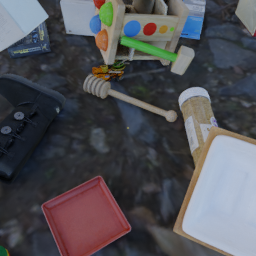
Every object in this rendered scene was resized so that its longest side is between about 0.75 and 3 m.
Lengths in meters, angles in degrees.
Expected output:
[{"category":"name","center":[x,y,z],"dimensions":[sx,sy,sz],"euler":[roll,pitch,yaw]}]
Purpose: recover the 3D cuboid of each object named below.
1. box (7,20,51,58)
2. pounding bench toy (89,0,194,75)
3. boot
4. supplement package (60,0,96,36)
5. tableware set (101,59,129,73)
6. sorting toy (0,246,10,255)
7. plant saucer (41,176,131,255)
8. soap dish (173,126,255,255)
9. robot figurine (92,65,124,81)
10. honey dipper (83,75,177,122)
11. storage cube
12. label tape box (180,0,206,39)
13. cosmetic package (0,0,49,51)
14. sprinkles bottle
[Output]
[{"category":"box","center":[-3.235,-2.973,9.063],"dimensions":[1.258,0.407,1.596],"euler":[-14,54,-9]},{"category":"pounding bench toy","center":[0.282,-2.627,7.656],"dimensions":[2.222,1.770,2.849],"euler":[-6,52,-21]},{"category":"boot","center":[-2.939,-0.088,6.708],"dimensions":[2.018,0.804,2.449],"euler":[17,59,15]},{"category":"supplement package","center":[-1.395,-4.196,9.523],"dimensions":[1.149,1.145,1.958],"euler":[7,53,5]},{"category":"tableware set","center":[-0.369,-1.975,8.207],"dimensions":[0.867,0.198,1.287],"euler":[7,39,24]},{"category":"sorting toy","center":[-3.373,2.201,5.135],"dimensions":[2.402,0.406,1.158],"euler":[26,57,18]},{"category":"plant saucer","center":[-0.834,1.801,5.544],"dimensions":[1.349,0.248,1.352],"euler":[-25,58,-18]},{"category":"soap dish","center":[2.369,1.346,4.917],"dimensions":[2.593,1.053,2.040],"euler":[20,92,13]},{"category":"robot figurine","center":[-0.562,-1.597,8.112],"dimensions":[0.899,0.262,0.652],"euler":[-10,55,-7]},{"category":"honey dipper","center":[0.049,-0.720,7.363],"dimensions":[2.604,0.495,0.495],"euler":[24,57,13]},{"category":"storage cube","center":[4.800,-4.170,9.268],"dimensions":[1.608,1.529,1.788],"euler":[-8,53,-5]},{"category":"label tape box","center":[1.975,-3.808,9.613],"dimensions":[1.202,0.554,1.677],"euler":[11,52,8]},{"category":"cosmetic package","center":[-2.249,-2.011,4.309],"dimensions":[2.031,1.532,0.525],"euler":[6,52,52]},{"category":"sprinkles bottle","center":[1.737,0.079,6.531],"dimensions":[0.760,0.760,2.227],"euler":[-3,53,-2]}]
